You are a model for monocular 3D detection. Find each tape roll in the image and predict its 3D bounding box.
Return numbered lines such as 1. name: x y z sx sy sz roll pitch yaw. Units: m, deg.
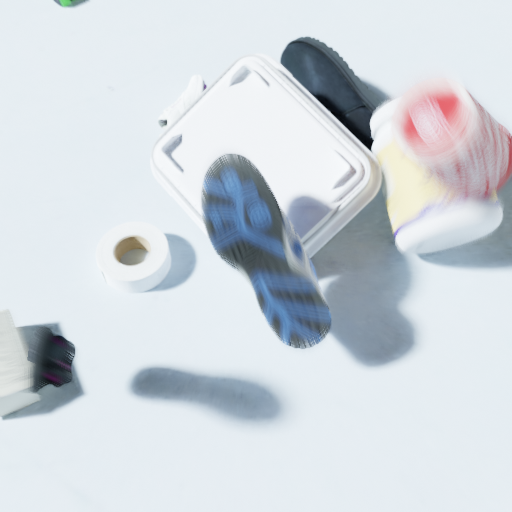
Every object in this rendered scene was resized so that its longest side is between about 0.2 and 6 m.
1. tape roll: -1.733 0.016 7.941 1.021 0.357 1.021 0 57 0

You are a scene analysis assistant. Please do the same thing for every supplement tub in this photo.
1. supplement tub: 2.423 -1.145 7.776 1.418 1.418 1.950 -11 75 -7

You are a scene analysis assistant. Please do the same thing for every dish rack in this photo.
1. dish rack: 0.002 -1.288 7.786 2.489 0.631 2.901 -44 77 5

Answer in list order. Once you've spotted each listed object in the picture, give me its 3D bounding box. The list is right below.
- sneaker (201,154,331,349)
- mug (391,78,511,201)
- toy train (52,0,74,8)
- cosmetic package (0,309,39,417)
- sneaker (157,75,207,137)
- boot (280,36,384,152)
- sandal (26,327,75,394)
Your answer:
1. sneaker: 0.086 -0.062 6.775 0.929 0.945 2.454 -24 93 8
2. mug: 2.045 -1.329 6.288 1.372 1.546 1.031 28 99 35
3. toy train: -4.357 -5.639 11.641 1.594 0.333 0.450 39 75 22
4. cosmetic package: -3.183 1.334 6.976 0.606 0.511 1.172 -18 58 -22
5. sneaker: -1.227 -2.476 9.412 0.796 0.599 1.599 4 57 3
6. boot: 0.637 -2.240 8.978 2.283 1.038 2.717 -31 68 -23
7. sandal: -2.046 1.069 5.785 0.398 1.663 0.625 5 80 -9
